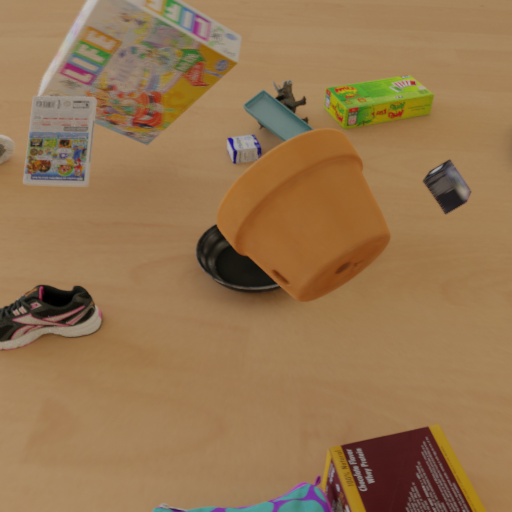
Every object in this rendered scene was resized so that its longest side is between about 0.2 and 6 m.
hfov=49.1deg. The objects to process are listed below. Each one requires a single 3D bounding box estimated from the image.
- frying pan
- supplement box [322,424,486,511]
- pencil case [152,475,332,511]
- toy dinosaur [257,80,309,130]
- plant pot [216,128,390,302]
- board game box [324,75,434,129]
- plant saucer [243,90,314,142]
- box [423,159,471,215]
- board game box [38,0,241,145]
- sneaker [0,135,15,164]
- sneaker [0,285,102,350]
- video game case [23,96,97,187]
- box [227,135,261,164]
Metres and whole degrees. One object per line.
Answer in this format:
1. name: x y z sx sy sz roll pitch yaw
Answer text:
1. frying pan: -0.053 -0.489 11.354 2.204 0.593 3.643 1 39 0
2. supplement box: 1.788 3.117 6.890 1.523 1.011 1.502 -9 42 -10
3. pencil case: -0.224 3.353 6.660 2.270 0.966 1.049 -6 54 -7
4. toy dinosaur: 0.598 -3.757 15.029 1.271 0.956 2.485 10 48 32
5. plant pot: 0.723 -0.387 7.172 2.064 2.064 1.444 -24 67 -25
6. board game box: 3.411 -4.333 15.691 2.673 0.636 1.358 -13 43 -14
7. plant saucer: 0.837 -3.145 13.937 2.491 0.236 0.871 40 60 9
8. box: 3.439 -1.248 10.045 0.742 0.461 0.748 55 35 -4
9. board game box: -2.509 -3.781 11.369 2.663 3.961 0.678 19 65 -30
10. sneaker: -7.035 -2.604 13.608 2.154 0.839 1.070 -17 41 -20
11. sneaker: -3.773 0.897 9.502 2.136 0.922 0.858 -11 41 -11
12. video game case: -2.908 -1.706 8.320 0.974 0.123 1.360 3 82 5
13. box: -0.300 -2.671 13.984 0.733 0.385 0.674 -10 42 -11
